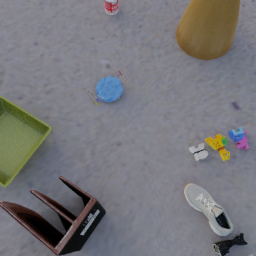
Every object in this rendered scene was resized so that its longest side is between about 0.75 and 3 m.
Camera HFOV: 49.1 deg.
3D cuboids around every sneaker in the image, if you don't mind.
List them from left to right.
[{"bbox_3d":[2.455,2.346,8.338,0.693,0.842,1.830,-38,73,-15],"label":"sneaker"}]

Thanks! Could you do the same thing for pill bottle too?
[{"bbox_3d":[-0.674,-5.101,11.224,0.563,1.003,0.563,0,68,0],"label":"pill bottle"}]

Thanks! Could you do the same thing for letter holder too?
[{"bbox_3d":[-1.837,2.108,7.394,1.961,2.759,1.387,32,72,12],"label":"letter holder"}]

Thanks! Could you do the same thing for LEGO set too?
[{"bbox_3d":[3.136,0.638,9.062,2.051,0.782,0.842,-17,69,-5],"label":"LEGO set"}]

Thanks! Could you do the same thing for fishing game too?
[{"bbox_3d":[-0.662,-1.397,10.184,1.443,0.224,1.034,-37,72,-6],"label":"fishing game"}]

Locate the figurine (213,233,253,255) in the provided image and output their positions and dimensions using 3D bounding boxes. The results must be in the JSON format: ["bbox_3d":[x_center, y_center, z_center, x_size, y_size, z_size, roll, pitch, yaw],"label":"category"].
[{"bbox_3d":[3.115,3.660,8.070,0.983,0.434,1.008,-17,70,-11],"label":"figurine"}]

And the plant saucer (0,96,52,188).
[{"bbox_3d":[-4.039,0.434,9.251,2.346,0.562,2.342,31,71,11],"label":"plant saucer"}]

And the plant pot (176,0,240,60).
[{"bbox_3d":[3.016,-4.076,10.069,2.256,2.421,2.256,0,69,1],"label":"plant pot"}]
